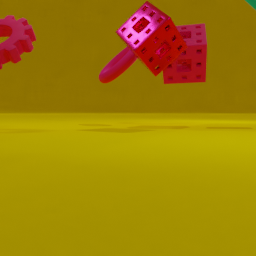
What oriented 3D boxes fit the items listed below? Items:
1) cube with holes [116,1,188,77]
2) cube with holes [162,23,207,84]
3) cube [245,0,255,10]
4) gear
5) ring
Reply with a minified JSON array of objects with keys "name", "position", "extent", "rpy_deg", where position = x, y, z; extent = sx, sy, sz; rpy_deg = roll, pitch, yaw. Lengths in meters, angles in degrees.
[{"name":"cube with holes","position":[0.605,-2.286,7.229],"extent":[1.116,1.116,1.116],"rpy_deg":[37,14,-49]},{"name":"cube with holes","position":[1.696,-2.232,8.468],"extent":[1.247,1.247,1.247],"rpy_deg":[-1,45,12]},{"name":"cube","position":[4.278,-4.238,8.677],"extent":[0.806,0.806,0.806],"rpy_deg":[-26,-29,-5]},{"name":"gear","position":[-3.058,-1.977,6.429],"extent":[1.778,1.778,0.329],"rpy_deg":[0,-40,7]},{"name":"ring","position":[-0.288,-2.271,9.822],"extent":[1.876,0.375,1.876],"rpy_deg":[-37,21,17]}]
